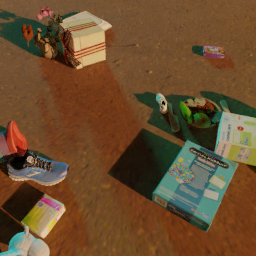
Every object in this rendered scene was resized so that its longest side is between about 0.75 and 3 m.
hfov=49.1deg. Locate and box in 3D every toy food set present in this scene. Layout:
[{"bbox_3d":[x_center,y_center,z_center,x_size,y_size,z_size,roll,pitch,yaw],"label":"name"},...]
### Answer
[{"bbox_3d":[2.793,-0.649,10.640,2.486,0.499,1.716,-4,49,-4],"label":"toy food set"}]

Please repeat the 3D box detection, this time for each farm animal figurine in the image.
[{"bbox_3d":[-3.895,-4.539,13.704,2.124,1.323,2.630,27,48,-2],"label":"farm animal figurine"}]

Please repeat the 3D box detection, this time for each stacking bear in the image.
[{"bbox_3d":[-4.494,0.676,9.164,1.926,1.170,1.095,-15,45,-1],"label":"stacking bear"}]

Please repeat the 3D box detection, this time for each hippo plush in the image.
[{"bbox_3d":[-2.739,3.336,6.874,1.718,1.368,1.381,24,20,1],"label":"hippo plush"}]

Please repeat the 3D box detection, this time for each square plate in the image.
[{"bbox_3d":[-2.476,-5.595,15.145,2.339,0.333,2.317,-36,58,-28],"label":"square plate"}]

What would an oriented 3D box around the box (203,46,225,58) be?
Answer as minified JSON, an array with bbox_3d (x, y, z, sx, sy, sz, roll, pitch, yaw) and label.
[{"bbox_3d":[4.139,-3.673,13.523,0.982,0.192,0.672,6,49,6],"label":"box"}]

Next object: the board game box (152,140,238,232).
[{"bbox_3d":[2.078,1.659,8.559,1.767,0.549,2.340,26,53,21],"label":"board game box"}]

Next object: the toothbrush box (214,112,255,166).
[{"bbox_3d":[4.059,0.402,9.441,1.994,0.858,1.452,12,49,15],"label":"toothbrush box"}]

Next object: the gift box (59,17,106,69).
[{"bbox_3d":[-2.085,-3.831,12.635,1.779,1.758,1.905,-23,46,-21],"label":"gift box"}]

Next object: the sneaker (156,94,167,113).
[{"bbox_3d":[1.368,-1.062,11.077,0.363,0.414,1.034,-8,48,-5],"label":"sneaker"}]

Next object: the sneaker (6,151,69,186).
[{"bbox_3d":[-2.841,1.242,8.713,1.995,0.889,0.784,2,49,1],"label":"sneaker"}]

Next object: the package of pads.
[{"bbox_3d":[-2.368,2.490,7.967,0.795,0.351,1.030,23,53,21],"label":"package of pads"}]
